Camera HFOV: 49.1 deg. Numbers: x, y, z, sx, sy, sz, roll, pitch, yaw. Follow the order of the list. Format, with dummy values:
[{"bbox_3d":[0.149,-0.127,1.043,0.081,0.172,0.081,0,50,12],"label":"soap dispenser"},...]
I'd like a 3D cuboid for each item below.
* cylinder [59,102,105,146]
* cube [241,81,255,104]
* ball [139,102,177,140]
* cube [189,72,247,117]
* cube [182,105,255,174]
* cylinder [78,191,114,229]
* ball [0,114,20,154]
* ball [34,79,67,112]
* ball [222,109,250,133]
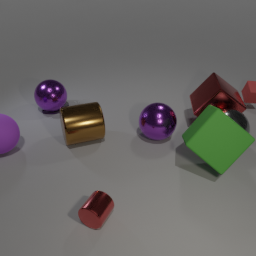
[{"bbox_3d":[-1.679,-0.169,10.221,1.400,1.400,1.400,-11,34,-17],"label":"cylinder"},{"bbox_3d":[5.489,-1.558,12.235,0.700,0.700,0.700,4,55,-2],"label":"cube"},{"bbox_3d":[1.092,-0.240,10.318,1.400,1.400,1.400,0,32,0],"label":"ball"},{"bbox_3d":[3.462,-1.018,10.977,1.400,1.400,1.400,31,33,-19],"label":"cube"},{"bbox_3d":[2.682,0.296,8.603,1.400,1.400,1.400,40,11,-2],"label":"cube"},{"bbox_3d":[-0.813,2.107,7.239,0.700,0.700,0.700,14,35,22],"label":"cylinder"},{"bbox_3d":[-4.466,0.200,9.628,1.400,1.400,1.400,0,32,0],"label":"ball"},{"bbox_3d":[-3.365,-1.414,12.221,1.400,1.400,1.400,0,32,0],"label":"ball"},{"bbox_3d":[3.562,0.013,9.927,1.400,1.400,1.400,0,32,0],"label":"ball"}]
